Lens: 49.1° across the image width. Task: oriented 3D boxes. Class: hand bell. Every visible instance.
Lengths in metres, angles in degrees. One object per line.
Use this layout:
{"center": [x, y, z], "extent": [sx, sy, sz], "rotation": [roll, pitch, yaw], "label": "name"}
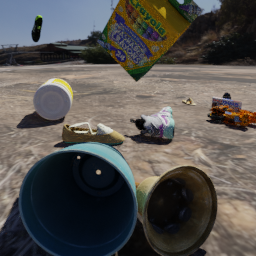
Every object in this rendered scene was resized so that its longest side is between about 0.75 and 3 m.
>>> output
{"center": [0.206, 1.247, 5.475], "extent": [1.431, 1.431, 2.748], "rotation": [-9, 6, -28], "label": "hand bell"}

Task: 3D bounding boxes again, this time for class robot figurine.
{"center": [4.464, -0.554, 11.971], "extent": [1.495, 0.600, 2.062], "rotation": [-10, 19, -35], "label": "robot figurine"}

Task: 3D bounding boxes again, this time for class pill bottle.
{"center": [-3.451, -1.487, 13.312], "extent": [1.629, 1.629, 2.926], "rotation": [-2, 17, -8], "label": "pill bottle"}

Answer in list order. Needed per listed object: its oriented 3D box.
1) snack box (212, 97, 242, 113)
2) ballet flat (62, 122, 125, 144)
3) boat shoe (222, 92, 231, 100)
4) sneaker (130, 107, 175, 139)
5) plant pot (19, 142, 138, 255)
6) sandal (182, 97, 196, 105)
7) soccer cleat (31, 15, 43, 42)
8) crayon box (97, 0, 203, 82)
{"center": [4.877, -1.130, 13.927], "extent": [0.204, 0.604, 1.679], "rotation": [-10, 19, -31], "label": "snack box"}
{"center": [-1.174, 0.165, 9.385], "extent": [2.151, 0.678, 0.738], "rotation": [0, 18, 0], "label": "ballet flat"}
{"center": [5.766, -1.809, 16.359], "extent": [0.563, 0.534, 1.610], "rotation": [5, 17, 17], "label": "boat shoe"}
{"center": [0.871, -0.275, 10.521], "extent": [1.586, 0.881, 2.267], "rotation": [2, 16, 4], "label": "sneaker"}
{"center": [-0.664, 1.017, 4.841], "extent": [1.762, 1.762, 1.656], "rotation": [2, 10, 5], "label": "plant pot"}
{"center": [3.431, -1.554, 15.795], "extent": [0.406, 0.364, 1.107], "rotation": [-8, 18, -25], "label": "sandal"}
{"center": [-3.069, -3.344, 9.476], "extent": [0.307, 0.909, 0.369], "rotation": [5, 23, -31], "label": "soccer cleat"}
{"center": [0.360, -2.350, 6.596], "extent": [0.622, 1.516, 2.412], "rotation": [-46, 3, -35], "label": "crayon box"}
